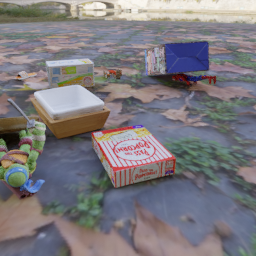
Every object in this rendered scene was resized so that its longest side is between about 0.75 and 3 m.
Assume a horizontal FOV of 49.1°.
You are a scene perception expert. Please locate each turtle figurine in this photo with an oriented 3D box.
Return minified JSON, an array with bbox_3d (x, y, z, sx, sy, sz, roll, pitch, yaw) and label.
[{"bbox_3d":[-2.915,0.313,6.685,1.789,2.486,2.411,-53,20,-8],"label":"turtle figurine"}]

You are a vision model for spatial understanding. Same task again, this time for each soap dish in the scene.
[{"bbox_3d":[-2.072,-0.625,9.835,2.011,1.038,2.556,-15,29,-28],"label":"soap dish"}]

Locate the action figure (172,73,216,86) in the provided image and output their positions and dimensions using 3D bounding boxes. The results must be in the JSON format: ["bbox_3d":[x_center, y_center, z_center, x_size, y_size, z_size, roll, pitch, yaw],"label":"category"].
[{"bbox_3d":[3.219,-2.470,14.169,2.340,0.605,0.765,18,25,41],"label":"action figure"}]

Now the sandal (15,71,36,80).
[{"bbox_3d":[-5.644,-2.955,15.356,0.504,0.377,1.315,17,31,30],"label":"sandal"}]

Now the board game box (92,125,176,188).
[{"bbox_3d":[0.065,0.670,7.773,1.656,0.506,2.186,-10,28,-19],"label":"board game box"}]

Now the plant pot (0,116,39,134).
[{"bbox_3d":[-3.959,-0.004,8.347,2.581,0.355,2.581,-8,1,0],"label":"plant pot"}]

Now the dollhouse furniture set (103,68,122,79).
[{"bbox_3d":[-0.760,-3.062,15.429,0.982,0.506,0.971,-15,30,-29],"label":"dollhouse furniture set"}]

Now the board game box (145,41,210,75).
[{"bbox_3d":[2.439,-3.551,14.554,2.335,1.419,2.929,-7,11,-14],"label":"board game box"}]

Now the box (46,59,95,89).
[{"bbox_3d":[-2.814,-2.651,13.769,2.161,1.216,1.095,-10,28,-19],"label":"box"}]
